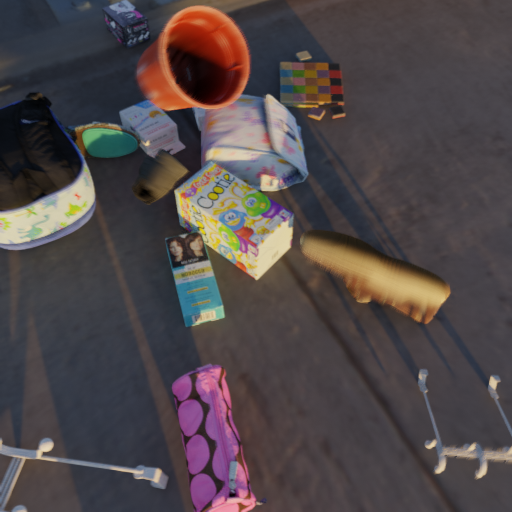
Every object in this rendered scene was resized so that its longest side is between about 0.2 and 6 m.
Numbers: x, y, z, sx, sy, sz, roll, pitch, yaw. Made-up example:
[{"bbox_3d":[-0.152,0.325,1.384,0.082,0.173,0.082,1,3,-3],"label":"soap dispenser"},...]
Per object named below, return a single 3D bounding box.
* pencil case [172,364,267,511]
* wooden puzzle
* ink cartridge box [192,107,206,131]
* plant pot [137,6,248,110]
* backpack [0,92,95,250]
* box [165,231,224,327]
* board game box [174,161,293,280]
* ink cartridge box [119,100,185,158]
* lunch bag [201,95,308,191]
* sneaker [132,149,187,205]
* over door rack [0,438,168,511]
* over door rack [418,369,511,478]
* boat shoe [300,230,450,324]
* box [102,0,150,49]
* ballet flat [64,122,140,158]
[{"bbox_3d":[-0.636,2.712,8.326,1.017,1.050,2.241,-10,55,-14],"label":"pencil case"},{"bbox_3d":[1.344,-4.207,13.796,1.527,0.181,2.575,1,55,1],"label":"wooden puzzle"},{"bbox_3d":[-1.091,-3.490,13.120,0.759,0.442,1.048,-13,55,-9],"label":"ink cartridge box"},{"bbox_3d":[-1.400,-3.702,11.053,1.834,1.834,1.784,-41,25,-25],"label":"plant pot"},{"bbox_3d":[-4.407,-1.373,10.645,2.464,1.979,2.693,-29,58,-24],"label":"backpack"},{"bbox_3d":[-1.149,0.391,10.360,0.727,0.434,1.767,-13,56,-9],"label":"box"},{"bbox_3d":[-0.430,-0.703,10.754,2.059,1.060,1.080,34,61,22],"label":"board game box"},{"bbox_3d":[-2.332,-2.845,12.632,0.839,0.495,1.458,-32,60,-21],"label":"ink cartridge box"},{"bbox_3d":[-0.026,-2.435,11.829,2.155,1.370,1.828,6,54,-13],"label":"lunch bag"},{"bbox_3d":[-1.975,-1.388,10.493,0.759,1.998,0.907,39,76,-12],"label":"sneaker"},{"bbox_3d":[-2.799,3.689,7.733,2.722,0.907,2.011,9,56,6],"label":"over door rack"},{"bbox_3d":[3.286,2.637,8.695,1.302,0.587,1.762,4,37,2],"label":"over door rack"},{"bbox_3d":[1.971,0.417,9.969,2.733,0.984,0.986,22,26,2],"label":"boat shoe"},{"bbox_3d":[-3.444,-6.191,14.912,0.762,0.662,1.154,-31,60,-20],"label":"box"},{"bbox_3d":[-3.784,-2.594,12.281,2.440,0.906,0.906,-5,55,-7],"label":"ballet flat"}]
